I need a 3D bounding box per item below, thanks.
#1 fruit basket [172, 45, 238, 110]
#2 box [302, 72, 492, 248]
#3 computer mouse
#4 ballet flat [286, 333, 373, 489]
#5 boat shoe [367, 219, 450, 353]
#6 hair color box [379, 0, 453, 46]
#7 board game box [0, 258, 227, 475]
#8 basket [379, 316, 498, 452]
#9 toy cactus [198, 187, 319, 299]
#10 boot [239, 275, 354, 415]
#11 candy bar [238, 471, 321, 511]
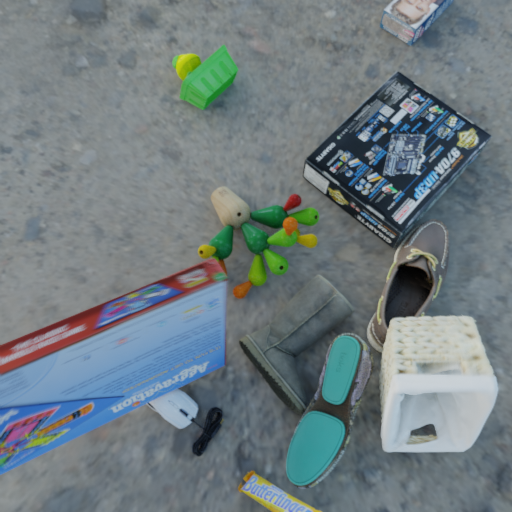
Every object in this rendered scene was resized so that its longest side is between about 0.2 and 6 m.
[{"bbox_3d":[-1.274,-4.098,12.408,1.437,1.036,1.437,3,79,-13],"label":"fruit basket"},{"bbox_3d":[2.899,-2.082,11.638,2.489,0.720,3.132,40,73,15],"label":"box"},{"bbox_3d":[-1.369,2.720,9.868,1.581,0.347,0.867,32,71,12],"label":"computer mouse"},{"bbox_3d":[1.355,2.663,9.524,0.959,0.959,2.667,22,82,9],"label":"ballet flat"},{"bbox_3d":[2.969,0.431,10.476,1.055,0.874,2.937,27,67,12],"label":"boat shoe"},{"bbox_3d":[3.890,-5.958,13.329,0.936,0.566,1.871,38,72,14],"label":"hair color box"},{"bbox_3d":[-2.819,1.940,8.369,5.192,2.673,0.505,-23,54,-21],"label":"board game box"},{"bbox_3d":[2.771,2.088,9.022,1.500,2.212,1.365,-2,48,5],"label":"basket"},{"bbox_3d":[-0.200,-0.497,10.824,2.746,1.404,2.266,-36,62,-5],"label":"toy cactus"},{"bbox_3d":[0.964,1.569,10.222,2.063,0.749,1.876,-32,72,-19],"label":"boot"},{"bbox_3d":[0.358,3.906,8.890,1.773,0.197,0.442,9,52,50],"label":"candy bar"}]
